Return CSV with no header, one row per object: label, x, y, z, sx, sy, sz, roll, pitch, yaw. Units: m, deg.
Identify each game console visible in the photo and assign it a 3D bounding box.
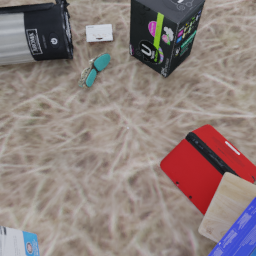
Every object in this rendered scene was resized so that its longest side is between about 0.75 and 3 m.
game console,2.092,1.030,7.154,1.624,1.119,1.885,-20,59,-45

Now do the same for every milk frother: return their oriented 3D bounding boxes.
milk frother,-3.162,-3.339,8.766,2.671,2.563,2.840,-6,19,-4

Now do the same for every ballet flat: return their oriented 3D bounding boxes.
ballet flat,-1.092,-1.803,8.575,0.533,0.480,1.415,13,61,35

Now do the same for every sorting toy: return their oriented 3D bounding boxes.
sorting toy,2.468,1.910,6.158,1.451,0.505,1.443,26,88,3

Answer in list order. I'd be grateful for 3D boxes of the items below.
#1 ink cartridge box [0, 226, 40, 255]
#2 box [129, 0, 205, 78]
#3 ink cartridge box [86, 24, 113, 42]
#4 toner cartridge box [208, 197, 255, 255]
ink cartridge box,-2.173,2.239,4.269,0.772,1.799,1.317,-32,52,10
box,1.038,-2.879,8.154,1.583,2.132,1.325,37,68,18
ink cartridge box,-0.958,-3.136,9.408,0.880,0.192,0.764,-5,62,-3
toner cartridge box,2.084,2.523,5.269,0.550,1.209,2.546,39,89,2
